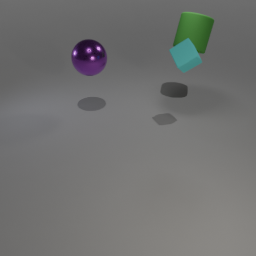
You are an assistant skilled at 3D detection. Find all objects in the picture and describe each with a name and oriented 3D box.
[{"bbox_3d":[-1.510,-2.741,10.948,1.400,1.400,1.400,0,30,0],"label":"ball"},{"bbox_3d":[1.866,-2.316,9.026,0.700,0.700,0.700,-28,-16,23],"label":"cube"},{"bbox_3d":[2.758,-4.002,11.860,1.400,1.400,1.400,13,14,-3],"label":"cylinder"}]
